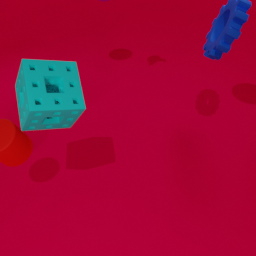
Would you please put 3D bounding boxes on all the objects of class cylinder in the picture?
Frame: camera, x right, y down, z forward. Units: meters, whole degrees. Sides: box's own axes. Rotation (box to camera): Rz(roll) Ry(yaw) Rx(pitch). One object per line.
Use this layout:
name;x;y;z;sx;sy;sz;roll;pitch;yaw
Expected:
cylinder;-2.280;0.291;5.300;0.701;0.701;0.701;-5;61;9

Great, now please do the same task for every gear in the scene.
gear;2.141;-2.205;6.178;0.259;1.398;1.398;21;40;-8

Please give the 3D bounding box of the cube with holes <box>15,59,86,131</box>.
cube with holes;-1.358;-0.538;4.793;0.882;0.882;0.882;-5;72;-30
